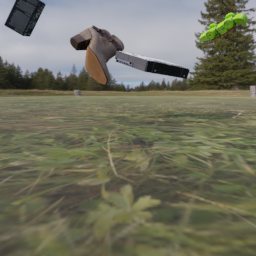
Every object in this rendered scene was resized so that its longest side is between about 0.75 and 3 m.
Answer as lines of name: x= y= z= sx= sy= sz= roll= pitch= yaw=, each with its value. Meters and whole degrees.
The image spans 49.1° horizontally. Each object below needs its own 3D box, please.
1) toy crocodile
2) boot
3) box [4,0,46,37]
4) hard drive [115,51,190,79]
toy crocodile: x=1.928 y=-2.040 z=5.768 sx=1.029 sy=0.318 sz=0.348 roll=-22 pitch=28 yaw=44
boot: x=-1.018 y=-3.319 z=12.249 sx=2.188 sy=2.992 sz=1.051 roll=-25 pitch=-17 yaw=-38
box: x=-3.282 y=-3.650 z=8.992 sx=0.661 sy=1.235 sz=0.917 roll=29 pitch=12 yaw=-14
hard drive: x=1.098 y=-2.772 z=12.300 sx=2.859 sy=0.541 sz=1.997 roll=-2 pitch=23 yaw=-43
